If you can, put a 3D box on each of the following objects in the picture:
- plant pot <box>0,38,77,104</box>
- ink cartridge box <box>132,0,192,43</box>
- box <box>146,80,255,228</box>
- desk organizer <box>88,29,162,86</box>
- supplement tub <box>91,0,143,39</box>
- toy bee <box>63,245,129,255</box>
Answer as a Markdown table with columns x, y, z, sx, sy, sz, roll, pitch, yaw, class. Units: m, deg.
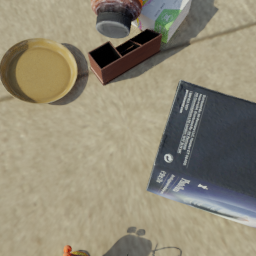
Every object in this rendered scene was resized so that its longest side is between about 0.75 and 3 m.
| x | y | z | sx | sy | sz | roll | pitch | yaw | class |
| --- | --- | --- | --- | --- | --- | --- | --- | --- | --- |
| -2.370 | -1.503 | 7.509 | 1.999 | 0.275 | 1.999 | 4 | 69 | -10 | plant pot |
| 0.529 | -3.656 | 8.132 | 2.265 | 0.762 | 1.326 | 32 | 78 | 11 | ink cartridge box |
| 1.908 | 0.745 | 5.488 | 2.720 | 2.742 | 1.690 | 17 | 71 | 8 | box |
| -0.065 | -2.060 | 7.590 | 1.985 | 0.764 | 0.712 | -33 | 74 | -11 | desk organizer |
| -0.228 | -3.581 | 7.036 | 1.313 | 1.313 | 2.456 | 8 | 83 | 3 | supplement tub |
| -1.093 | 2.877 | 5.494 | 2.181 | 1.428 | 1.186 | -41 | 108 | -18 | toy bee |
